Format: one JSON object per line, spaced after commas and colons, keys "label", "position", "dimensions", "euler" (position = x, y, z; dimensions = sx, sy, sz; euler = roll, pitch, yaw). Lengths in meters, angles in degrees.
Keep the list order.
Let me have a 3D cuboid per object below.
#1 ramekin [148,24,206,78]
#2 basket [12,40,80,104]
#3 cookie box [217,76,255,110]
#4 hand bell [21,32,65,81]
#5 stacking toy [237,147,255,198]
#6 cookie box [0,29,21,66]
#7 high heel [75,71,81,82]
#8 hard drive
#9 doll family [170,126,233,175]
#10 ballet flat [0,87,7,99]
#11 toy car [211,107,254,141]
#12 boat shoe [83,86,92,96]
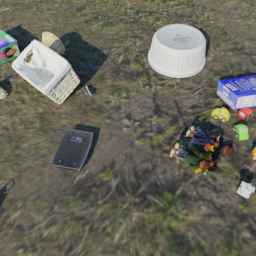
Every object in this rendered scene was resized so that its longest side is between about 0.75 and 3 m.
{"label": "ramekin", "position": [2.461, -3.924, 13.796], "dimensions": [2.945, 1.371, 2.945], "euler": [0, 49, 0]}
{"label": "basket", "position": [-3.491, -2.386, 12.175], "dimensions": [2.428, 1.498, 1.646], "euler": [37, 84, 25]}
{"label": "cookie box", "position": [5.067, -1.555, 12.013], "dimensions": [1.896, 0.713, 1.622], "euler": [-8, 34, -7]}
{"label": "hand bell", "position": [-4.366, -3.303, 13.649], "dimensions": [1.355, 1.355, 2.602], "euler": [24, 66, 19]}
{"label": "stacking toy", "position": [5.168, 1.929, 9.465], "dimensions": [2.519, 0.592, 1.899], "euler": [28, 56, 21]}
{"label": "cookie box", "position": [-7.161, -3.907, 14.040], "dimensions": [2.197, 0.965, 2.568], "euler": [36, 59, 24]}
{"label": "high heel", "position": [-2.792, -2.146, 12.770], "dimensions": [1.331, 0.640, 0.449], "euler": [-33, 57, -18]}
{"label": "hard drive", "position": [-2.024, 0.824, 10.517], "dimensions": [1.159, 0.364, 1.719], "euler": [9, 51, 7]}
{"label": "doll family", "position": [2.770, 0.806, 10.113], "dimensions": [1.599, 1.086, 2.767], "euler": [26, 52, 26]}
{"label": "ballet flat", "position": [-6.493, -1.764, 12.454], "dimensions": [2.181, 0.697, 0.825], "euler": [9, 49, 7]}
{"label": "toy car", "position": [4.491, -0.264, 11.388], "dimensions": [1.846, 0.412, 1.737], "euler": [-4, 50, -3]}
{"label": "boat shoe", "position": [-1.831, -1.622, 12.574], "dimensions": [0.231, 0.289, 0.764], "euler": [-36, 36, 3]}
